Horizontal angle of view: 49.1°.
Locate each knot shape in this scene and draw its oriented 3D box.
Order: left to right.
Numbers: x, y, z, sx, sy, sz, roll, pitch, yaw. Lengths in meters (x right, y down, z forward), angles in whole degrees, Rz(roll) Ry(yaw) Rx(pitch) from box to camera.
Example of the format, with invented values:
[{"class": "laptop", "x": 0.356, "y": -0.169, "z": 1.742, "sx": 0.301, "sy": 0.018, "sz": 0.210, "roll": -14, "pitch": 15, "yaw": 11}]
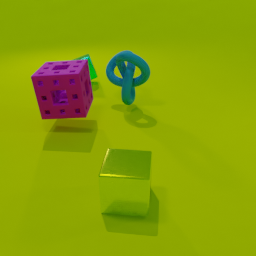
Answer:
[{"class": "knot shape", "x": 0.016, "y": -1.512, "z": 7.627, "sx": 0.731, "sy": 1.582, "sz": 1.481, "roll": -13, "pitch": -11, "yaw": -26}]

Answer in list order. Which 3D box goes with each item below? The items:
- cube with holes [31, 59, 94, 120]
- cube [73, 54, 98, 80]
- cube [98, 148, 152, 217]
[{"class": "cube with holes", "x": -1.508, "y": -0.941, "z": 6.728, "sx": 1.067, "sy": 1.067, "sz": 1.067, "roll": -2, "pitch": 30, "yaw": 5}, {"class": "cube", "x": -1.553, "y": -2.041, "z": 9.703, "sx": 0.754, "sy": 0.754, "sz": 0.754, "roll": -21, "pitch": 24, "yaw": -1}, {"class": "cube", "x": -0.016, "y": 0.876, "z": 4.604, "sx": 0.774, "sy": 0.774, "sz": 0.774, "roll": 3, "pitch": 29, "yaw": 6}]
